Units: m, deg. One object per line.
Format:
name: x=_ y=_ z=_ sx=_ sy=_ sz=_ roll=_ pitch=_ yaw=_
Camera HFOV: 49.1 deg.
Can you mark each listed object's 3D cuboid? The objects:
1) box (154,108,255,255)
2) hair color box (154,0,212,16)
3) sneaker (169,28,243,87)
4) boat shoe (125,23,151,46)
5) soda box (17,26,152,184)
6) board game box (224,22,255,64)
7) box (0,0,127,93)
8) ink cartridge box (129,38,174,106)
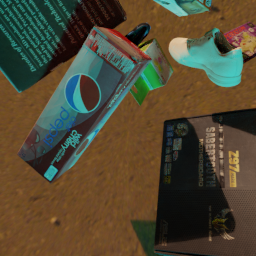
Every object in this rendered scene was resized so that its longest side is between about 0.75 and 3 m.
box: x=1.691 y=1.047 z=5.319 sx=2.170 sy=0.702 sz=2.752 roll=-6 pitch=62 yaw=28
hair color box: x=0.936 y=-2.737 z=5.518 sx=0.830 sy=1.496 sz=0.478 roll=12 pitch=95 yaw=46
sneaker: x=1.635 y=-1.696 z=5.897 sx=0.765 sy=0.899 sz=2.032 roll=-23 pitch=43 yaw=-22
boat shoe: x=0.011 y=-2.196 z=7.121 sx=0.544 sy=0.444 sz=1.294 roll=39 pitch=108 yaw=-7
soda box: x=-0.857 y=-0.376 z=5.293 sx=0.935 sy=1.032 sz=2.948 roll=40 pitch=113 yaw=4
board game box: x=2.595 y=-1.902 z=6.252 sx=1.351 sy=0.218 sz=0.811 roll=-31 pitch=62 yaw=-26
box: x=-1.818 y=-2.619 z=6.324 sx=2.735 sy=2.269 sz=2.246 roll=-34 pitch=108 yaw=5
ink cartridge box: x=0.494 y=-1.409 z=7.053 sx=1.063 sy=0.545 sz=1.439 roll=54 pitch=44 yaw=-25
